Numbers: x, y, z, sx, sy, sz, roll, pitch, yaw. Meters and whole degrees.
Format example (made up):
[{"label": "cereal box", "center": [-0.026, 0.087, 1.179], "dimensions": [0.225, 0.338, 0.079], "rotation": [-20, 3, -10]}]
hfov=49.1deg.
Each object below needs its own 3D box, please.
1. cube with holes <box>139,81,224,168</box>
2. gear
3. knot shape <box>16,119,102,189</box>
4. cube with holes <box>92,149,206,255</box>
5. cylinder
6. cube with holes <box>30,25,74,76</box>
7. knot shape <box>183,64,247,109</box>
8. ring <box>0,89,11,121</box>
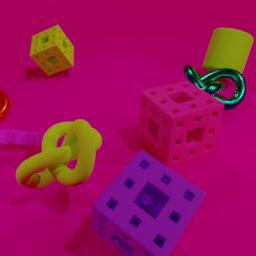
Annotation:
[{"label": "cube with holes", "center": [1.088, -0.125, 6.149], "dimensions": [1.253, 1.253, 1.253], "rotation": [-15, 37, -22]}, {"label": "gear", "center": [-2.341, 0.184, 5.865], "dimensions": [1.335, 0.247, 1.335], "rotation": [5, -2, 0]}, {"label": "knot shape", "center": [-0.992, 0.408, 4.624], "dimensions": [1.508, 0.745, 1.612], "rotation": [-8, 34, 52]}, {"label": "cube with holes", "center": [0.233, 1.172, 3.849], "dimensions": [1.029, 1.029, 1.029], "rotation": [34, 57, 16]}, {"label": "cylinder", "center": [3.162, -2.361, 8.930], "dimensions": [1.243, 1.243, 1.243], "rotation": [16, 7, -2]}, {"label": "cube with holes", "center": [-2.542, -2.602, 9.480], "dimensions": [1.005, 1.005, 1.005], "rotation": [-17, 54, 15]}, {"label": "knot shape", "center": [2.256, -1.264, 8.129], "dimensions": [1.926, 0.890, 1.802], "rotation": [-12, 38, -15]}, {"label": "ring", "center": [-3.822, -0.634, 7.352], "dimensions": [1.367, 0.273, 1.367], "rotation": [13, 49, -16]}]
